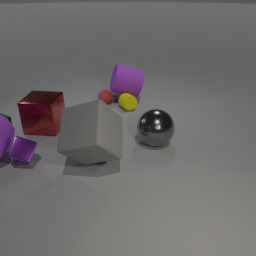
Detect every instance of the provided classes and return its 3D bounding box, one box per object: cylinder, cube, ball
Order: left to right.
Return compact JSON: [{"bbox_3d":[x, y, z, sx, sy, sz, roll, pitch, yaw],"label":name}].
[{"bbox_3d":[-4.723,0.357,9.416,1.400,1.400,1.400,-3,21,-6],"label":"cylinder"},{"bbox_3d":[-5.171,-0.105,11.305,0.700,0.700,0.700,16,30,33],"label":"cube"},{"bbox_3d":[-3.486,0.754,9.227,0.700,0.700,0.700,20,-22,-18],"label":"cube"},{"bbox_3d":[-3.496,-0.637,11.591,1.400,1.400,1.400,3,29,7],"label":"cube"},{"bbox_3d":[-1.085,0.176,8.435,1.400,1.400,1.400,-12,63,24],"label":"cube"},{"bbox_3d":[-1.131,-1.568,14.113,0.700,0.700,0.700,0,28,0],"label":"ball"},{"bbox_3d":[-0.072,-2.355,14.037,1.400,1.400,1.400,11,25,-13],"label":"cylinder"},{"bbox_3d":[-0.010,-1.276,13.495,0.700,0.700,0.700,-11,22,-21],"label":"cylinder"},{"bbox_3d":[1.030,-0.006,10.414,1.400,1.400,1.400,0,28,0],"label":"ball"}]
